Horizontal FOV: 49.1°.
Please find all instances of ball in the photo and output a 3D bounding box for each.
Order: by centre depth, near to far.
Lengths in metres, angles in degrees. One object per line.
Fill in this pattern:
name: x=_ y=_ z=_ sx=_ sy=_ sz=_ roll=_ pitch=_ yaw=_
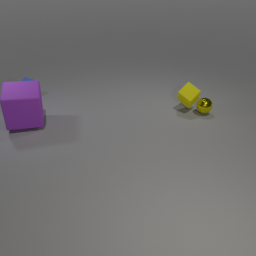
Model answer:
ball: x=3.355 y=-0.983 z=12.285 sx=0.700 sy=0.700 sz=0.700 roll=0 pitch=30 yaw=0

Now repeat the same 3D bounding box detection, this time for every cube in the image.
cube: x=-4.155 y=-0.917 z=11.121 sx=1.400 sy=1.400 sz=1.400 roll=-6 pitch=39 yaw=-15
cube: x=2.679 y=-1.442 z=12.349 sx=0.700 sy=0.700 sz=0.700 roll=-44 pitch=70 yaw=-11
cube: x=-4.874 y=-1.975 z=13.827 sx=0.700 sy=0.700 sz=0.700 roll=20 pitch=66 yaw=11
